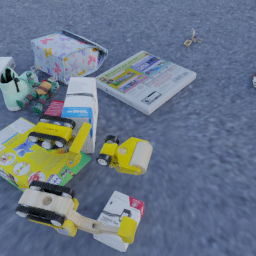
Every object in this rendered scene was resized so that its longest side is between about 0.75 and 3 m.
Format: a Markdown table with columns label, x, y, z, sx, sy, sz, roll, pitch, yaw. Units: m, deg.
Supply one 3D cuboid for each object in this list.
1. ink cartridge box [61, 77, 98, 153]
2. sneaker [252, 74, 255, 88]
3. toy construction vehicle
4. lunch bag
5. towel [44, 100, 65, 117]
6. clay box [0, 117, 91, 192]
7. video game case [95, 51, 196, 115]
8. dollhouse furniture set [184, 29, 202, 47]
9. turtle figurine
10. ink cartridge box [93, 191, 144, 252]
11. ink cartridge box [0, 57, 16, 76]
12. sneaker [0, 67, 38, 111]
| label | x | y | z | sx | sy | sz | roll | pitch | yaw |
| --- | --- | --- | --- | --- | --- | --- | --- | --- | --- |
| ink cartridge box | -1.359 | -0.413 | 8.265 | 0.811 | 1.404 | 1.923 | 0 | 43 | -1 |
| sneaker | 5.472 | -1.907 | 10.468 | 1.646 | 0.623 | 0.951 | 3 | 40 | 4 |
| toy construction vehicle | -1.033 | 1.061 | 6.205 | 2.909 | 1.024 | 2.532 | 8 | 50 | 11 |
| lunch bag | -2.248 | -2.973 | 11.007 | 1.968 | 1.475 | 2.321 | 31 | 45 | 28 |
| towel | -2.448 | -0.672 | 9.516 | 0.568 | 0.088 | 0.786 | 6 | 44 | 8 |
| clay box | -2.480 | 0.841 | 7.461 | 2.787 | 0.663 | 1.601 | 26 | 49 | 25 |
| video game case | 0.642 | -1.851 | 10.605 | 2.710 | 0.328 | 2.977 | 31 | 52 | 29 |
| dollhouse furniture set | 2.976 | -4.119 | 12.826 | 0.674 | 0.604 | 0.851 | 20 | 47 | 20 |
| turtle figurine | -2.933 | -1.354 | 9.646 | 1.386 | 0.932 | 1.852 | 10 | 57 | 20 |
| ink cartridge box | -0.195 | 2.072 | 6.304 | 0.782 | 0.449 | 1.077 | 18 | 46 | 18 |
| ink cartridge box | -5.655 | -2.196 | 10.939 | 1.968 | 0.465 | 1.575 | 0 | 43 | 7 |
| sneaker | -3.762 | -1.720 | 9.779 | 0.784 | 1.257 | 2.131 | 1 | 42 | 3 |
